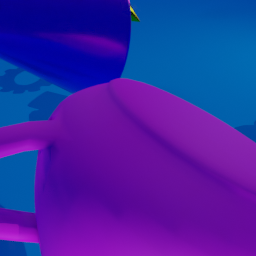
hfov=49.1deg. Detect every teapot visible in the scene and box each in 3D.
[{"bbox_3d":[0.195,0.434,1.404,2.076,1.017,1.291,19,20,-29],"label":"teapot"}]

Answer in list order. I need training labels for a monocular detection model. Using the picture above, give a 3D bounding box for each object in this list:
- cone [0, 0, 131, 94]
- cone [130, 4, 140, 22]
[{"bbox_3d":[-1.087,-1.010,2.780,1.610,1.604,1.604,-9,39,-37],"label":"cone"},{"bbox_3d":[-0.309,-2.656,6.027,1.348,1.343,1.343,28,40,-13],"label":"cone"}]
